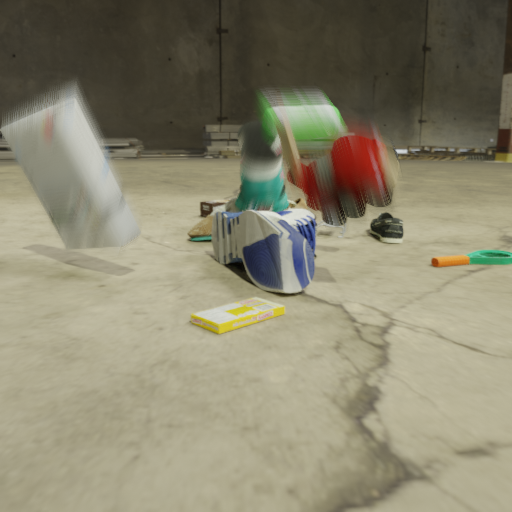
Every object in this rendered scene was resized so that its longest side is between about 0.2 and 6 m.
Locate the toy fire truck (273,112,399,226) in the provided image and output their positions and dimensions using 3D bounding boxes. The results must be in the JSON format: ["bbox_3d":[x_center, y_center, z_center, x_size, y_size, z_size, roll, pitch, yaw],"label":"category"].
[{"bbox_3d":[0.994,-1.345,7.902,1.638,1.054,1.442,25,-25,-25],"label":"toy fire truck"}]

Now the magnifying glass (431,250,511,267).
[{"bbox_3d":[4.107,0.051,10.578,1.807,0.202,0.719,-6,14,-21],"label":"magnifying glass"}]

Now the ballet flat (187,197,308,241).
[{"bbox_3d":[-0.156,-0.918,12.926,2.920,0.953,1.029,-6,11,-15],"label":"ballet flat"}]

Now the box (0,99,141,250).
[{"bbox_3d":[-3.061,-1.226,9.214,1.808,2.319,0.477,-3,30,43],"label":"box"}]

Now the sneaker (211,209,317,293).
[{"bbox_3d":[0.484,-0.323,9.819,1.786,1.250,3.093,-7,13,-21],"label":"sneaker"}]

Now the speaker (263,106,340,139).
[{"bbox_3d":[0.745,-2.198,9.209,1.190,0.526,0.526,-6,14,-14],"label":"speaker"}]

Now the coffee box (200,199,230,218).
[{"bbox_3d":[-0.989,-1.368,16.283,1.138,0.453,0.650,-11,17,-40],"label":"coffee box"}]

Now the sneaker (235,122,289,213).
[{"bbox_3d":[0.153,-1.789,12.365,1.182,1.707,2.827,3,33,2],"label":"sneaker"}]

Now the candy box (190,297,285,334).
[{"bbox_3d":[-0.227,0.773,7.420,1.167,0.154,0.596,-11,14,-41],"label":"candy box"}]

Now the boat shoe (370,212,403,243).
[{"bbox_3d":[3.082,-0.735,13.156,0.656,0.617,1.825,-1,11,1],"label":"boat shoe"}]

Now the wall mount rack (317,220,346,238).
[{"bbox_3d":[1.650,-0.659,13.373,0.934,0.401,1.075,6,14,12],"label":"wall mount rack"}]
